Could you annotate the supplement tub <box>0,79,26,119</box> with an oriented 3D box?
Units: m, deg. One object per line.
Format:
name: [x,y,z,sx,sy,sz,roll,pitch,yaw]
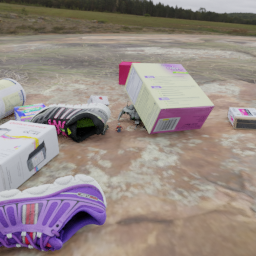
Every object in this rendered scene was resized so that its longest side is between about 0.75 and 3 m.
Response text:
supplement tub: [-5.269,-1.089,11.247,1.437,1.437,1.983,7,25,17]

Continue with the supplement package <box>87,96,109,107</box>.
supplement package: [-1.276,-1.076,12.043,0.762,0.457,0.462,-3,60,-35]

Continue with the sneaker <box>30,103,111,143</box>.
sneaker: [-2.018,-0.120,9.464,2.860,1.055,1.251,-6,34,2]

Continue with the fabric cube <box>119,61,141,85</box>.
fabric cube: [0.107,-3.233,16.530,1.155,1.173,1.177,4,23,10]

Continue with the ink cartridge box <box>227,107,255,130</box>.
ink cartridge box: [4.522,-0.392,10.835,1.062,0.484,1.289,4,25,5]

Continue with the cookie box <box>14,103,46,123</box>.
cookie box: [-3.697,-0.467,10.939,1.195,0.525,1.397,-12,27,-29]

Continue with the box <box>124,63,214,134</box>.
box: [1.387,-1.137,10.125,2.187,1.202,2.487,-6,49,-26]

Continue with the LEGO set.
LEGO set: [0.114,-0.536,10.716,1.928,0.841,2.969,22,32,40]

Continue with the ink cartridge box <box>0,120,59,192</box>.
ink cartridge box: [-3.276,0.691,7.706,1.712,0.993,2.320,7,26,17]

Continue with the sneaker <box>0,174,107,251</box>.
sneaker: [-1.767,1.781,5.144,2.912,1.174,1.215,-17,49,-17]
